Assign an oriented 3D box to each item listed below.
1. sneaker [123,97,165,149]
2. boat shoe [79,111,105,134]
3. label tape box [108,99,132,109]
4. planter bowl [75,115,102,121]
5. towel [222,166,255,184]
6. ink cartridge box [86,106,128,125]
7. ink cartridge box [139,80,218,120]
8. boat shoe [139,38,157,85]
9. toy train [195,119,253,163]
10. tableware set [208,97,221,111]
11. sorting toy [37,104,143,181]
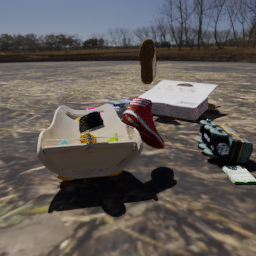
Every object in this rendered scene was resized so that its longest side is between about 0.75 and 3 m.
[{"bbox_3d":[0.556,-0.177,6.839,0.572,1.460,0.843,-1,52,44],"label":"sneaker"},{"bbox_3d":[-0.839,-0.105,6.184,0.481,0.412,1.314,-22,1,-20],"label":"boat shoe"},{"bbox_3d":[-0.356,-1.119,13.355,1.002,0.317,0.723,-11,20,-33],"label":"label tape box"},{"bbox_3d":[-0.930,0.208,7.883,2.338,0.974,2.338,0,18,0],"label":"planter bowl"},{"bbox_3d":[2.587,1.073,6.492,0.563,0.116,0.754,-1,17,-1],"label":"towel"},{"bbox_3d":[-0.814,-0.413,10.796,1.390,0.544,2.935,-4,15,-14],"label":"ink cartridge box"},{"bbox_3d":[2.221,-1.347,12.651,2.916,0.652,2.569,12,34,35],"label":"ink cartridge box"},{"bbox_3d":[0.866,-2.773,11.926,0.721,1.957,0.677,2,-2,17],"label":"boat shoe"},{"bbox_3d":[2.622,0.348,7.843,1.129,0.845,1.982,12,15,-3],"label":"toy train"},{"bbox_3d":[3.190,-0.960,12.840,1.755,0.352,1.160,-8,30,-6],"label":"tableware set"},{"bbox_3d":[-0.936,0.116,6.580,2.126,1.136,1.914,-3,48,-12],"label":"sorting toy"}]
